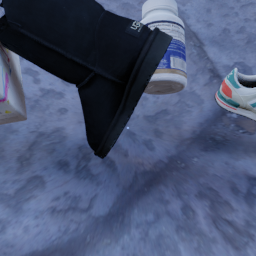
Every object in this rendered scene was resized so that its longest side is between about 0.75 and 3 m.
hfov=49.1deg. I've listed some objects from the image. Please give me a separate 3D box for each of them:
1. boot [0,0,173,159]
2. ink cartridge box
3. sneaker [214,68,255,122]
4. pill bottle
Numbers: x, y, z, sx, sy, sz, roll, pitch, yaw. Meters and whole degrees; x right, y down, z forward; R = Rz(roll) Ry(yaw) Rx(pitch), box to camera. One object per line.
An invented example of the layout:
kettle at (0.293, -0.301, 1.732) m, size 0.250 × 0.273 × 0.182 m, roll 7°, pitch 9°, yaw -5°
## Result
boot at (-0.931, -0.977, 4.859) m, size 2.496 × 2.971 × 1.135 m, roll 29°, pitch 47°, yaw 0°
ink cartridge box at (-2.911, -1.094, 4.417) m, size 1.765 × 2.745 × 1.719 m, roll -10°, pitch 79°, yaw -7°
sneaker at (2.936, -0.642, 5.868) m, size 2.031 × 0.950 × 0.715 m, roll 19°, pitch 45°, yaw 7°
pill bottle at (0.723, -1.797, 6.203) m, size 1.080 × 1.080 × 1.946 m, roll 0°, pitch 80°, yaw 0°
